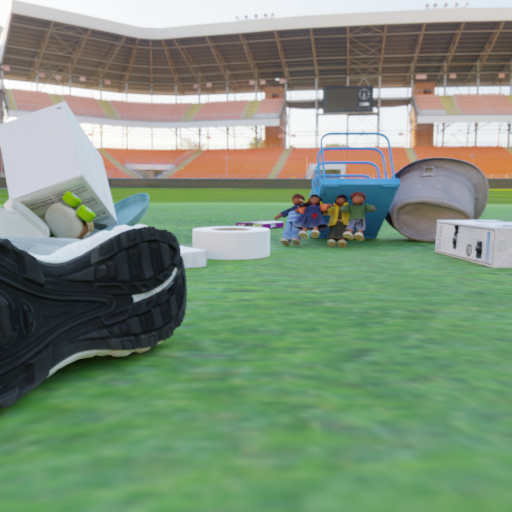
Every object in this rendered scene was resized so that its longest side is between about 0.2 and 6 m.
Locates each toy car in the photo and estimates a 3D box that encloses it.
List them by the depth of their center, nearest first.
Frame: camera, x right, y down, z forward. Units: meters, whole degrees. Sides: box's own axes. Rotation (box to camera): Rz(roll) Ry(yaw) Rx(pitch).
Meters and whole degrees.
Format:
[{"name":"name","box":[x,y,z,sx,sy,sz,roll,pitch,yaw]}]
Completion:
[{"name":"toy car","box":[-3.508,-0.503,11.162,0.984,1.025,1.248,41,2,27]}]

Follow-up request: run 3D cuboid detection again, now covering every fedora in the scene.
[{"name":"fedora","box":[4.241,-1.119,13.328,2.576,2.278,1.163,7,37,8]}]

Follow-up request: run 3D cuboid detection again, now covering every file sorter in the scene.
[{"name":"file sorter","box":[2.245,-1.667,13.660,1.743,1.541,2.513,-1,-26,-2]}]

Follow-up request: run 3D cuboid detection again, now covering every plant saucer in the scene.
[{"name":"plant saucer","box":[-3.210,-0.801,12.912,1.867,0.256,1.867,-24,29,14]}]

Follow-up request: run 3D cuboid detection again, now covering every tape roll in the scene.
[{"name":"tape roll","box":[-0.482,-0.263,10.754,1.505,0.526,1.505,0,8,0]}]

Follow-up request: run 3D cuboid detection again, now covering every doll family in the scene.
[{"name":"doll family","box":[1.470,-0.888,12.364,2.268,1.311,0.890,4,-25,11]}]

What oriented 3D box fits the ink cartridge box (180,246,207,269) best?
[{"name":"ink cartridge box","box":[-1.630,0.037,9.210,1.317,0.376,1.070,0,6,-35]}]

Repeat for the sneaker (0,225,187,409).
[{"name":"sneaker","box":[-1.793,0.369,3.747,1.254,1.169,3.164,-7,-3,28]}]

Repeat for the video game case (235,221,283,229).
[{"name":"video game case","box":[0.116,-0.995,18.095,1.086,0.214,1.198,5,9,36]}]

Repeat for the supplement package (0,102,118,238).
[{"name":"supplement package","box":[-4.195,-1.701,12.011,1.527,1.985,2.076,-20,-25,-1]}]

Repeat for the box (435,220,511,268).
[{"name":"box","box":[4.305,-0.264,10.144,1.292,0.666,2.216,-1,7,-6]}]

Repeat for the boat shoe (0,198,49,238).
[{"name":"boat shoe","box":[-4.111,-0.131,9.168,1.222,1.055,3.364,45,-3,-22]}]
